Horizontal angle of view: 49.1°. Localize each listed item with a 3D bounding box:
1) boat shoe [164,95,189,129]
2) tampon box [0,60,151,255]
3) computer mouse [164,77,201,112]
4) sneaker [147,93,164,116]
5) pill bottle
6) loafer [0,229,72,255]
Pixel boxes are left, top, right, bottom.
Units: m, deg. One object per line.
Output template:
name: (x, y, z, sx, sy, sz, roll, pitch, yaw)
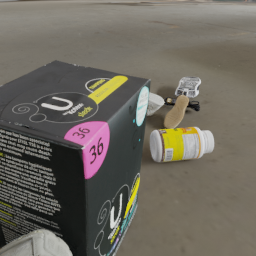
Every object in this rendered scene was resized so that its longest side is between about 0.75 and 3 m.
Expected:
boat shoe: (1.578, -0.442, 9.117, 0.510, 0.460, 1.418, 21, 61, 15)
tampon box: (-0.931, 0.724, 4.650, 1.872, 2.966, 2.223, 14, 34, 17)
computer mouse: (2.271, -1.305, 10.686, 1.304, 0.522, 2.379, 7, 34, 22)
sneaker: (0.321, -0.893, 9.351, 1.541, 0.890, 0.568, 25, 51, -12)
pill bottle: (1.408, 0.418, 7.359, 1.548, 0.846, 0.846, -4, 30, -10)
loafer: (-1.840, 2.191, 3.181, 2.762, 0.966, 0.964, -38, 18, 11)
